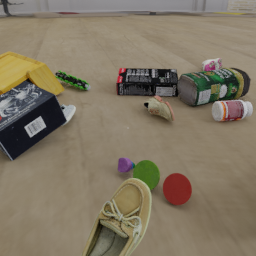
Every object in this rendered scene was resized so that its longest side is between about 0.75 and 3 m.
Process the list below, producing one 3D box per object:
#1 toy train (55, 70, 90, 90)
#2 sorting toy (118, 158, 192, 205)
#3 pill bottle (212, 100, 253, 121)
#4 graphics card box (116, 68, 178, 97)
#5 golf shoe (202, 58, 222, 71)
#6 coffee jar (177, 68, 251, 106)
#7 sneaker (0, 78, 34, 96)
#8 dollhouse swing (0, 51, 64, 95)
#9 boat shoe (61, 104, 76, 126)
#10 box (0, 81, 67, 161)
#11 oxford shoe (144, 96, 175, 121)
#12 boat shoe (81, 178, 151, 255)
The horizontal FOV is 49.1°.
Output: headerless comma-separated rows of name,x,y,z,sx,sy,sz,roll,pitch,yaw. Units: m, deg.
toy train,-2.353,-1.994,11.914,1.974,0.412,0.557,25,-5,32
sorting toy,0.648,1.095,6.249,1.905,0.661,0.656,18,3,35
pill bottle,3.390,-0.573,9.096,1.151,0.650,0.650,-4,28,-9
graphics card box,0.813,-1.918,11.561,2.481,0.631,1.557,1,33,3
golf shoe,3.970,-2.984,13.760,0.901,0.742,1.970,6,20,34
coffee jar,3.262,-1.602,10.572,2.554,1.089,1.332,-11,30,-21
sneaker,-4.652,-1.570,10.753,2.510,0.926,1.098,-6,29,-3
dollhouse swing,-4.224,-1.615,10.717,2.339,2.126,2.057,23,68,31
boat shoe,-2.036,-0.534,8.997,0.468,0.478,1.341,-37,20,14
box,-2.994,-0.288,7.713,1.678,0.959,1.842,24,53,39
oxford shoe,1.030,-0.573,9.309,0.614,0.589,1.664,-21,25,-9
boat shoe,-0.229,1.415,3.498,0.612,1.679,0.528,29,-5,19
